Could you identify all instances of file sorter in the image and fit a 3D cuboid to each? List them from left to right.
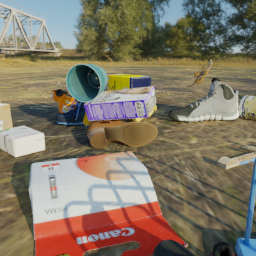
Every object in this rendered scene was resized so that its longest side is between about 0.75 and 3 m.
[{"bbox_3d":[2.096,1.192,2.076,1.792,1.584,2.583,3,15,8],"label":"file sorter"}]

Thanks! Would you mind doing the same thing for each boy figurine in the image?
[{"bbox_3d":[0.294,-0.695,10.653,1.327,0.688,2.134,5,14,6],"label":"boy figurine"}]

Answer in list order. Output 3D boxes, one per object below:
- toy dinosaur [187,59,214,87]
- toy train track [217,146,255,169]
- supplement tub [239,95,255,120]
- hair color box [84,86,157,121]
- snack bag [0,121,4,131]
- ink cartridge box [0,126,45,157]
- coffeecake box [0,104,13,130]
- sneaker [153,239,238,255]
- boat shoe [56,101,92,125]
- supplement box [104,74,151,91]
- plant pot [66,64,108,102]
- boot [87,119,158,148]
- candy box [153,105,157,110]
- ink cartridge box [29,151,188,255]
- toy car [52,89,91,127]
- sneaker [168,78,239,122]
[{"bbox_3d":[1.953,-1.360,7.657,0.337,1.117,0.593,50,38,10],"label":"toy dinosaur"},{"bbox_3d":[2.985,0.565,6.668,2.170,0.353,1.244,-10,18,-30],"label":"toy train track"},{"bbox_3d":[4.833,-0.715,10.286,1.213,0.876,0.876,13,20,43],"label":"supplement tub"},{"bbox_3d":[-0.197,-0.691,7.941,1.821,0.590,0.995,-1,27,22],"label":"hair color box"},{"bbox_3d":[-4.036,0.589,5.232,2.602,0.279,2.453,-20,5,31],"label":"snack bag"},{"bbox_3d":[-2.805,0.321,7.278,0.832,0.480,1.139,-15,21,-42],"label":"ink cartridge box"},{"bbox_3d":[-5.112,-0.148,8.067,2.620,0.957,2.011,5,16,16],"label":"coffeecake box"},{"bbox_3d":[0.723,1.348,2.629,0.633,0.967,1.674,-5,17,-17],"label":"sneaker"},{"bbox_3d":[-1.618,-0.663,10.227,0.991,0.808,2.355,11,19,36],"label":"boat shoe"},{"bbox_3d":[-0.071,-2.059,14.381,1.281,1.289,2.354,-12,19,-38],"label":"supplement box"},{"bbox_3d":[-1.035,-1.327,7.815,1.023,1.023,0.961,5,20,18],"label":"plant pot"},{"bbox_3d":[-0.219,0.030,8.012,1.905,0.731,1.479,-14,20,-4],"label":"boot"},{"bbox_3d":[0.348,-0.983,12.490,1.732,0.229,0.885,0,13,-3],"label":"candy box"},{"bbox_3d":[-0.503,1.085,4.351,1.958,0.605,2.414,-5,14,-17],"label":"ink cartridge box"},{"bbox_3d":[-2.087,-0.722,10.025,1.449,0.983,2.954,19,6,-19],"label":"toy car"},{"bbox_3d":[2.796,-1.063,10.281,2.689,1.553,1.009,-2,15,-10],"label":"sneaker"}]
